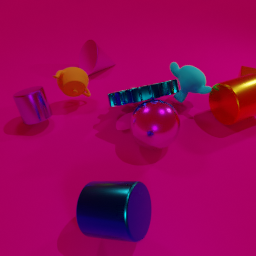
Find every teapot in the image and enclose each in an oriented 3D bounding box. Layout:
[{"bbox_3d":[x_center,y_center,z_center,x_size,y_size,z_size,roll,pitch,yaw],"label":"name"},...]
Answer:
[{"bbox_3d":[-1.722,-1.380,8.630,0.975,1.568,0.768,-33,52,23],"label":"teapot"}]

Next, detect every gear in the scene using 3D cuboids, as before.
[{"bbox_3d":[0.431,-1.023,8.142,2.034,0.376,2.034,-12,8,2],"label":"gear"}]

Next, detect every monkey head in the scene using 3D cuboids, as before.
[{"bbox_3d":[1.849,-1.357,8.721,1.512,0.911,1.088,41,92,19],"label":"monkey head"}]

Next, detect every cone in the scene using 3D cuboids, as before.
[{"bbox_3d":[-0.989,-2.582,10.826,1.340,1.335,1.335,3,32,-40],"label":"cone"}]

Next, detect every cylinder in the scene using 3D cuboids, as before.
[{"bbox_3d":[3.293,-0.856,8.301,1.271,1.271,1.271,-18,44,-20],"label":"cylinder"},{"bbox_3d":[-2.731,-0.660,8.077,0.873,0.873,0.873,-12,24,5],"label":"cylinder"},{"bbox_3d":[-0.242,1.542,5.289,1.069,1.069,1.069,-5,36,28],"label":"cylinder"}]

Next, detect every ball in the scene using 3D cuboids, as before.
[{"bbox_3d":[0.703,-0.090,7.366,1.328,1.328,1.328,0,41,0],"label":"ball"}]

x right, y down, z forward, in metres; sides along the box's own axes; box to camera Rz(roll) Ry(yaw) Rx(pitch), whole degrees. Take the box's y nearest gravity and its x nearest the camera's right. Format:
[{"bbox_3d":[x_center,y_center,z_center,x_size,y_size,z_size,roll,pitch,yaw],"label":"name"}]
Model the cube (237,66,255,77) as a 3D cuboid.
[{"bbox_3d":[4.060,-1.458,9.330,0.827,0.827,0.827,15,43,12],"label":"cube"}]
